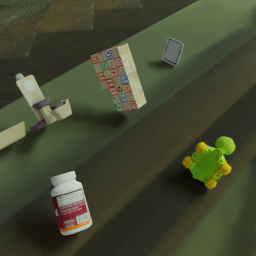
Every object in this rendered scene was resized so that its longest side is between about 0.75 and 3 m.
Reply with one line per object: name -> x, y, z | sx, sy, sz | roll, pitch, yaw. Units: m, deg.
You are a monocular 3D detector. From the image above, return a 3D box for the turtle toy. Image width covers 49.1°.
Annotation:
turtle toy -> 2.092, 0.780, 6.962 | 0.988, 1.355, 0.685 | 45, 23, 16

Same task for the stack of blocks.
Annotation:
stack of blocks -> -0.274, -1.467, 8.495 | 1.079, 1.874, 0.549 | -6, 22, 38

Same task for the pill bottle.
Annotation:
pill bottle -> -1.224, 1.557, 5.905 | 0.672, 0.672, 1.190 | -15, 83, -15

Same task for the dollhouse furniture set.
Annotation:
dollhouse furniture set -> -3.005, -0.495, 7.262 | 2.260, 1.604, 1.791 | -35, 15, -34

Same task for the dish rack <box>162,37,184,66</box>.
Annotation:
dish rack -> 1.808, -3.040, 11.141 | 0.209, 0.961, 0.825 | -18, 43, -43
